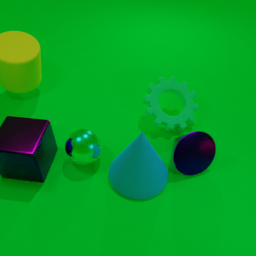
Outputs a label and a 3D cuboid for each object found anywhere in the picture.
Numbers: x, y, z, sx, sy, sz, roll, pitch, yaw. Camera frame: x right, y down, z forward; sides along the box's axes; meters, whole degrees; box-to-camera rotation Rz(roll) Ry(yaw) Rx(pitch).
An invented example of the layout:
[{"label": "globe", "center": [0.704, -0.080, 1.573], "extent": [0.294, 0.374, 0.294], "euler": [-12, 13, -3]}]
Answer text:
[{"label": "cube", "center": [-2.611, 0.533, 7.126], "extent": [1.168, 1.168, 1.168], "euler": [6, 46, 6]}, {"label": "cylinder", "center": [-3.428, -2.032, 8.724], "extent": [1.365, 1.365, 1.365], "euler": [7, 57, -11]}, {"label": "gear", "center": [1.276, -0.723, 8.374], "extent": [1.636, 0.303, 1.636], "euler": [3, 75, -11]}, {"label": "ball", "center": [-1.149, 0.480, 7.324], "extent": [0.988, 0.988, 0.988], "euler": [0, 46, 0]}, {"label": "cone", "center": [0.290, 0.643, 6.726], "extent": [1.539, 1.544, 1.539], "euler": [1, 45, -1]}, {"label": "cone", "center": [1.515, 0.478, 7.557], "extent": [1.195, 1.195, 1.200], "euler": [-14, 20, -13]}]
